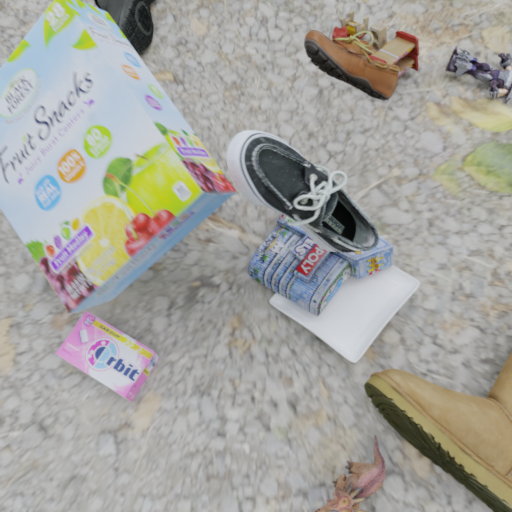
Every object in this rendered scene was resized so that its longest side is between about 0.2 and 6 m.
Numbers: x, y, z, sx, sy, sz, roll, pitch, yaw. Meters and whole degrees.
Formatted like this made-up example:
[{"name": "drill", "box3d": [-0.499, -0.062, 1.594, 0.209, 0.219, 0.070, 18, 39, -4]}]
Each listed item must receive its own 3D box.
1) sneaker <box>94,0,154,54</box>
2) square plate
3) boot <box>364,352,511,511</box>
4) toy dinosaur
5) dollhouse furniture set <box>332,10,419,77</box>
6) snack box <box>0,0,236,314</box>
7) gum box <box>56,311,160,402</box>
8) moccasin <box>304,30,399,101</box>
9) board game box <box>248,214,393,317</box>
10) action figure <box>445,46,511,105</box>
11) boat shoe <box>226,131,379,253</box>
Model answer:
[{"name": "sneaker", "box3d": [-2.845, -5.270, 11.817, 1.307, 1.093, 2.879, -2, 59, 9]}, {"name": "square plate", "box3d": [1.455, 0.650, 9.323, 1.815, 0.258, 1.798, 34, 69, 28]}, {"name": "boot", "box3d": [3.926, 1.697, 8.569, 3.293, 1.243, 3.760, 41, 73, 3]}, {"name": "toy dinosaur", "box3d": [1.483, 3.261, 7.920, 0.652, 1.029, 1.518, 38, 71, 15]}, {"name": "dollhouse furniture set", "box3d": [2.308, -4.185, 11.493, 1.014, 0.766, 1.883, -39, 55, -15]}, {"name": "snack box", "box3d": [-2.197, -1.245, 7.306, 2.586, 1.038, 3.067, -39, 81, 22]}, {"name": "gum box", "box3d": [-2.389, 1.584, 8.956, 1.438, 0.476, 0.816, 28, 70, 12]}, {"name": "moccasin", "box3d": [1.494, -2.972, 8.435, 1.886, 0.690, 0.728, 14, 105, -32]}, {"name": "board game box", "box3d": [1.163, -0.063, 9.333, 1.952, 0.602, 1.953, 28, 66, 29]}, {"name": "action figure", "box3d": [4.675, -3.659, 11.256, 1.645, 0.571, 1.070, 23, 62, 6]}, {"name": "boat shoe", "box3d": [0.710, -0.753, 7.329, 0.864, 2.531, 0.934, 12, 66, 52]}]
